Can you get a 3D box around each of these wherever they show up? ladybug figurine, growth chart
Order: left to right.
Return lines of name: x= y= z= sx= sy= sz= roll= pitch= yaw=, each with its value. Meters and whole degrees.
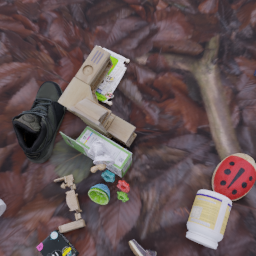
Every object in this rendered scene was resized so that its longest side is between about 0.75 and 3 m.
growth chart: x=-0.838 y=-1.797 z=9.365 sx=1.446 sy=0.177 sz=1.998 roll=20 pitch=70 yaw=8
ladybug figurine: x=3.044 y=1.370 z=7.920 sx=1.091 sy=0.578 sz=1.608 roll=37 pitch=73 yaw=13

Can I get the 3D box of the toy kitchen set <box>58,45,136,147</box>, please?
toy kitchen set: x=-0.539 y=-1.001 z=7.926 sx=2.350 sy=1.917 sz=2.120 roll=31 pitch=83 yaw=11

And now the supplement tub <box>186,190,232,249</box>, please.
supplement tub: x=2.101 y=2.378 z=7.345 sx=0.937 sy=0.937 sz=1.289 roll=22 pitch=71 yaw=8

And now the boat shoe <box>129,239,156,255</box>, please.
boat shoe: x=0.569 y=3.365 z=7.242 sx=0.430 sy=0.477 sz=1.326 roll=-40 pitch=75 yaw=-22

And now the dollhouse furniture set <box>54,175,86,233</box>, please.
dollhouse furniture set: x=-1.674 y=2.010 z=7.595 sx=0.641 sy=0.750 sz=1.448 roll=-15 pitch=70 yaw=-8

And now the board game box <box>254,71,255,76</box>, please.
board game box: x=5.433 y=-2.221 z=9.197 sx=1.842 sy=0.569 sz=1.843 roll=27 pitch=77 yaw=11

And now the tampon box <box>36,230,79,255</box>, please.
tampon box: x=-1.804 y=3.174 z=7.258 sx=0.632 sy=0.533 sz=0.844 roll=-43 pitch=75 yaw=-15

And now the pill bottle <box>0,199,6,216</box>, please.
pill bottle: x=-4.178 y=1.781 z=7.548 sx=1.720 sy=0.995 sz=0.995 roll=40 pitch=74 yaw=13

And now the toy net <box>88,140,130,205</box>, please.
toy net: x=-0.553 y=1.257 z=7.251 sx=1.110 sy=2.115 sz=0.409 roll=13 pitch=41 yaw=19

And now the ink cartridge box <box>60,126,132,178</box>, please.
ink cartridge box: x=-0.866 y=0.568 z=7.978 sx=2.012 sy=1.045 sz=0.597 roll=30 pitch=73 yaw=11

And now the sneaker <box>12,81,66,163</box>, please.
sneaker: x=-2.517 y=-0.411 z=8.136 sx=0.999 sy=1.496 sz=2.613 roll=9 pitch=68 yaw=2
